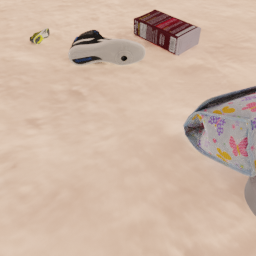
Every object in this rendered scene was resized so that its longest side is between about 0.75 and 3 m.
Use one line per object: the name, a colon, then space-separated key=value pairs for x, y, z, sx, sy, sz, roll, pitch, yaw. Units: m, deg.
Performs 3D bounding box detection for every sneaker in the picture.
sneaker: x=-0.800 y=-3.253 z=10.795 sx=2.874 sy=1.050 sz=1.608 roll=-2 pitch=46 yaw=0
sneaker: x=-3.790 y=-3.997 z=11.996 sx=0.469 sy=0.413 sz=1.108 roll=17 pitch=48 yaw=16

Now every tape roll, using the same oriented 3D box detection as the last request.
tape roll: x=3.591 y=1.517 z=6.396 sx=1.674 sy=0.553 sz=1.674 roll=0 pitch=45 yaw=0

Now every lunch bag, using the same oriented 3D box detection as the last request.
lunch bag: x=2.927 y=-0.135 z=7.103 sx=2.224 sy=1.667 sz=2.622 roll=-16 pitch=15 yaw=-17

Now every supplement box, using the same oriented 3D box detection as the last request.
supplement box: x=1.592 y=-4.088 z=11.818 sx=1.394 sy=0.780 sz=2.562 roll=-34 pitch=55 yaw=-28
